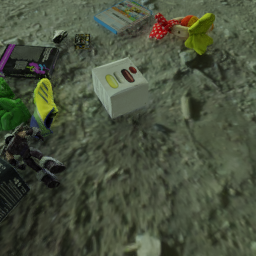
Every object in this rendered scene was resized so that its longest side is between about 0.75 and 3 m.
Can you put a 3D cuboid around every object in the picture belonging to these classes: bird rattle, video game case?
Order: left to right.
[{"bbox_3d":[-0.236,-5.405,13.438,2.321,0.207,1.661,-37,62,-23],"label":"video game case"},{"bbox_3d":[2.478,-4.276,12.214,2.826,1.592,2.304,19,38,33],"label":"bird rattle"}]

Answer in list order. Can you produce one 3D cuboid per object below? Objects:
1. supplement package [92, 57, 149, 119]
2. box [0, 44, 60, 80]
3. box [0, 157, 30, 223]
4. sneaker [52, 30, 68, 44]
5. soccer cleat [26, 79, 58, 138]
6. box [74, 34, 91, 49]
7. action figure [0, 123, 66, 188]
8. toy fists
[{"bbox_3d":[-0.282,-1.459,10.024,1.487,1.144,1.555,-23,56,-16],"label":"supplement package"},{"bbox_3d":[-4.057,-2.698,11.385,2.231,0.403,1.595,5,55,5],"label":"box"},{"bbox_3d":[-4.663,1.706,7.482,2.676,1.658,2.630,28,61,18],"label":"box"},{"bbox_3d":[-3.156,-4.063,12.444,0.543,0.356,0.944,18,48,23],"label":"sneaker"},{"bbox_3d":[-2.806,-0.712,9.692,0.984,0.761,2.353,-6,59,10],"label":"soccer cleat"},{"bbox_3d":[-1.996,-3.810,12.298,0.665,0.206,0.833,-1,54,-3],"label":"box"},{"bbox_3d":[-2.937,0.824,8.396,2.323,0.806,1.511,35,102,21],"label":"action figure"},{"bbox_3d":[-4.491,-0.845,9.794,1.244,0.839,2.441,-36,63,-21],"label":"toy fists"}]
